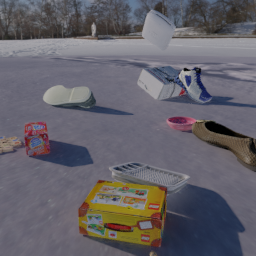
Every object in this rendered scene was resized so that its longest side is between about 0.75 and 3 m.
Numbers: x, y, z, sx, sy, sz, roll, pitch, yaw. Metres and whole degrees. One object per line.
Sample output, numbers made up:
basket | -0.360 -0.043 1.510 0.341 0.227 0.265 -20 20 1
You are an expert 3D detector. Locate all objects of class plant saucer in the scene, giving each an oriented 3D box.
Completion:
plant saucer | 1.710 -0.140 8.916 0.955 0.242 0.955 -1 17 0

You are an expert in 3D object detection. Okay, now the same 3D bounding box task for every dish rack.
dish rack | 0.401 0.944 5.188 1.306 0.284 1.121 10 5 29

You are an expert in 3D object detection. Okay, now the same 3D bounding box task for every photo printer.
photo printer | 0.790 -2.542 7.260 0.820 0.342 0.986 38 -16 4

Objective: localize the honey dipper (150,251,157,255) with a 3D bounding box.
honey dipper | 0.531 1.708 3.347 0.152 0.152 0.799 -13 21 -34

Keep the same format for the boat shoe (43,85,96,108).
boat shoe | -2.483 -1.214 11.788 2.632 0.958 0.813 3 -27 32

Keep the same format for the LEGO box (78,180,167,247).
LEGO box | -0.032 1.243 4.260 1.184 0.457 0.882 4 18 13

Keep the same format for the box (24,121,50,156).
box | -2.352 0.240 7.229 0.567 0.543 1.137 -6 19 -17

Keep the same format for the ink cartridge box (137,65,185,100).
ink cartridge box | 1.736 -2.242 13.570 2.087 0.865 1.532 -18 50 -42

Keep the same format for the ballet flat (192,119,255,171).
ballet flat | 2.563 0.201 7.115 0.998 0.687 2.963 -4 18 -13

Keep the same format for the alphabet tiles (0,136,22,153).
alphabet tiles | -3.410 0.443 7.371 1.055 0.079 1.078 -13 22 -32

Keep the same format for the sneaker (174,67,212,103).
sneaker | 2.970 -2.040 12.391 0.776 1.109 1.920 -22 59 -41
